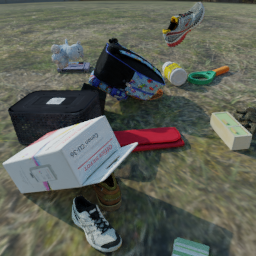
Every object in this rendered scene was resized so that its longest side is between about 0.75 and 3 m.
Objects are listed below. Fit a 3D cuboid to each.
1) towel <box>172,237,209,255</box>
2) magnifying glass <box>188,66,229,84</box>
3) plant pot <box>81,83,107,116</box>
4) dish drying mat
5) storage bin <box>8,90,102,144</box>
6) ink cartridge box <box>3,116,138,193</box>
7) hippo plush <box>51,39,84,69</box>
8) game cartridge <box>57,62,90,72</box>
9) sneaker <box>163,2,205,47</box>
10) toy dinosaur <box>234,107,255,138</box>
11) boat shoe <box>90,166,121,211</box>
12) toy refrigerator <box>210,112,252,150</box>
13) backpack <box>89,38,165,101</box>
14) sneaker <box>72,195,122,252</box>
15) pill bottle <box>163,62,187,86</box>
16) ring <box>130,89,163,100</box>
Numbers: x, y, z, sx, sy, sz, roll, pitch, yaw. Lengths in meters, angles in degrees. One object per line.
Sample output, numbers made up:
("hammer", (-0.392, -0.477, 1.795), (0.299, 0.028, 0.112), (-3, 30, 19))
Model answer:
("towel", (1.205, 2.663, 5.592), (0.722, 0.111, 0.947), (11, 31, 17))
("magnifying glass", (4.303, -2.816, 14.666), (2.892, 0.324, 1.151), (-21, 36, -32))
("plant pot", (-1.377, -0.990, 10.918), (0.985, 1.108, 1.110), (9, 30, -5))
("dish drying mat", (0.298, 0.365, 9.307), (2.955, 0.269, 1.135), (-5, 30, -8))
("storage bin", (-2.349, -0.393, 9.415), (2.642, 1.239, 1.786), (1, 30, 16))
("ink cartridge box", (-1.431, 0.629, 6.911), (2.986, 1.008, 1.739), (-14, 19, 36))
("hippo plush", (-2.200, -2.792, 10.755), (1.023, 1.013, 1.272), (5, 30, 21))
("game cartridge", (-3.023, -3.425, 15.719), (1.706, 0.328, 1.106), (-1, 35, -2))
("sneaker", (2.342, -4.444, 11.697), (2.206, 0.906, 0.859), (-48, 36, -4))
("toy dinosaur", (4.388, -0.305, 10.055), (0.914, 0.688, 1.788), (-6, 28, 2))
("boat shoe", (-0.738, 1.187, 7.452), (0.781, 0.738, 2.171), (-16, 34, -25))
("toy refrigerator", (3.466, 0.038, 9.555), (0.631, 0.581, 1.662), (-5, 31, -8))
("backpack", (0.044, -2.217, 11.953), (2.895, 1.948, 2.643), (27, 21, -16))
("sneaker", (-0.750, 2.045, 6.093), (1.510, 0.662, 0.571), (27, 38, 35))
("pill bottle", (2.279, -2.790, 14.066), (0.867, 0.867, 1.557), (-7, 31, -11))
("ring", (0.816, -1.689, 12.908), (1.597, 0.153, 1.597), (0, 32, 0))
